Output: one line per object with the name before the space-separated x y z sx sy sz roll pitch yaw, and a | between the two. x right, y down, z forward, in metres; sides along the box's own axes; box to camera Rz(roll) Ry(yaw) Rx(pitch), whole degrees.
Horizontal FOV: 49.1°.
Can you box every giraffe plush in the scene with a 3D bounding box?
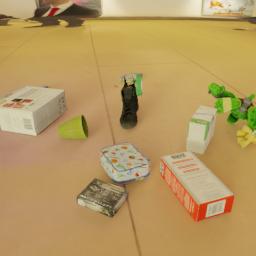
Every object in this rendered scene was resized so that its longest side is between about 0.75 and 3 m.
giraffe plush | 4.413 0.333 9.918 0.754 0.803 0.930 13 -22 -30

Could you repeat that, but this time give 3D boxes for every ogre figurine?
ogre figurine | 4.406 -0.694 10.792 2.868 1.407 1.720 22 14 19

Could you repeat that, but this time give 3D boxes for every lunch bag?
lunch bag | -0.065 1.060 8.628 1.297 0.612 1.619 -10 29 -23

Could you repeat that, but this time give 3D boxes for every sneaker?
sneaker | 0.018 -1.122 11.666 0.759 1.318 2.527 -5 31 12

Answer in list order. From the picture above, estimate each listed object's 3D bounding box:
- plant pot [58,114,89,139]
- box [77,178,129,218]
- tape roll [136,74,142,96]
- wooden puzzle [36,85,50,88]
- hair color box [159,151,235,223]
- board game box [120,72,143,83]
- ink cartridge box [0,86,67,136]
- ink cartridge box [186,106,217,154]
plant pot | -2.055 0.035 10.391 0.963 0.901 0.901 -12 28 5
box | -0.672 1.841 7.498 1.112 0.269 0.881 14 31 24
tape roll | 0.457 -1.741 11.397 0.208 0.867 0.867 0 28 7
wooden puzzle | -4.574 -1.967 14.610 1.118 0.279 1.207 -11 30 -18
hair color box | 1.795 1.506 7.723 1.074 0.648 2.115 -10 30 -16
board game box | 0.205 -3.004 16.637 0.923 0.200 1.372 11 30 19
ink cartridge box | -4.119 -0.826 11.659 2.168 1.035 2.469 8 29 15
ink cartridge box | 2.630 0.026 9.968 0.652 1.124 1.553 13 31 24
